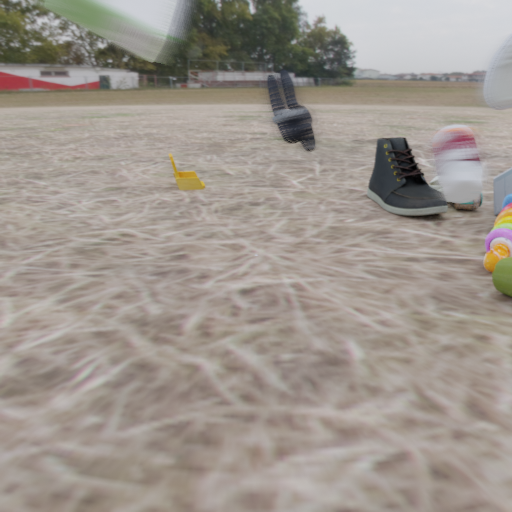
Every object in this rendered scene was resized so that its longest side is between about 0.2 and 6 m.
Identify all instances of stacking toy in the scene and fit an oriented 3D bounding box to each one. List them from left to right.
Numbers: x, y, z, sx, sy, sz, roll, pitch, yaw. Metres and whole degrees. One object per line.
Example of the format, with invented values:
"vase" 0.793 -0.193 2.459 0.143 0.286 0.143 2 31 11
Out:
"stacking toy" 3.819 -0.199 8.388 0.913 0.966 1.664 13 36 45

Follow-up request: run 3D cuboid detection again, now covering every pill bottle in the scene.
"pill bottle" 2.444 -1.111 6.792 0.506 0.506 0.886 1 56 3

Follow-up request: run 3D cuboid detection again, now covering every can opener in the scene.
"can opener" 0.349 -1.773 6.666 0.417 0.517 1.316 -18 54 0

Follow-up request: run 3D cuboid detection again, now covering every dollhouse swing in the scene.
"dollhouse swing" -1.720 -2.110 13.871 0.838 0.811 0.922 -4 18 -10

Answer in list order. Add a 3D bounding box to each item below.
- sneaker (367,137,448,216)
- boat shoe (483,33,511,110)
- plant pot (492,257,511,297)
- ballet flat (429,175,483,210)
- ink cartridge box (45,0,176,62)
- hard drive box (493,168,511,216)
"sneaker" 3.069 -1.702 11.678 0.990 1.406 2.646 -5 19 -16
"boat shoe" 3.945 -2.926 7.773 0.776 2.101 0.896 33 33 1
"plant pot" 3.397 0.277 6.993 0.777 0.777 0.738 -8 8 -22
"ballet flat" 4.169 -1.461 12.204 0.674 0.682 2.005 -8 18 -4
"ink cartridge box" -1.219 -2.523 5.130 0.999 0.329 1.373 22 51 -21
"hard drive box" 5.517 -1.258 10.146 1.649 0.813 2.116 0 -4 2
